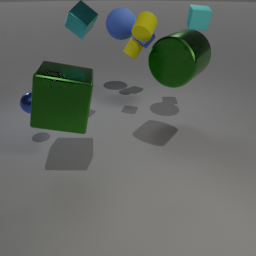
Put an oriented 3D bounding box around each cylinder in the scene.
[{"bbox_3d":[1.502,-2.020,8.041,1.400,1.400,1.400,16,32,27],"label":"cylinder"},{"bbox_3d":[0.241,-3.636,12.899,0.700,0.700,0.700,32,14,-9],"label":"cylinder"},{"bbox_3d":[0.557,-3.407,9.418,0.700,0.700,0.700,12,63,21],"label":"cylinder"}]

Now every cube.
[{"bbox_3d":[-1.491,-3.436,8.920,0.700,0.700,0.700,37,62,-8],"label":"cube"},{"bbox_3d":[2.601,-4.060,10.294,0.700,0.700,0.700,4,37,-2],"label":"cube"},{"bbox_3d":[-1.707,-0.833,7.412,1.400,1.400,1.400,8,25,-10],"label":"cube"},{"bbox_3d":[0.735,-4.128,12.593,0.700,0.700,0.700,43,11,7],"label":"cube"}]

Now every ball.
[{"bbox_3d":[-3.160,-0.816,9.150,0.700,0.700,0.700,0,28,0],"label":"ball"},{"bbox_3d":[-0.312,-4.772,12.857,1.400,1.400,1.400,0,28,0],"label":"ball"}]
